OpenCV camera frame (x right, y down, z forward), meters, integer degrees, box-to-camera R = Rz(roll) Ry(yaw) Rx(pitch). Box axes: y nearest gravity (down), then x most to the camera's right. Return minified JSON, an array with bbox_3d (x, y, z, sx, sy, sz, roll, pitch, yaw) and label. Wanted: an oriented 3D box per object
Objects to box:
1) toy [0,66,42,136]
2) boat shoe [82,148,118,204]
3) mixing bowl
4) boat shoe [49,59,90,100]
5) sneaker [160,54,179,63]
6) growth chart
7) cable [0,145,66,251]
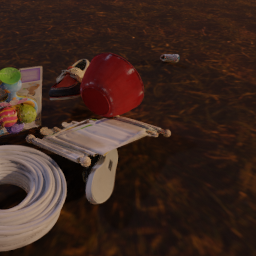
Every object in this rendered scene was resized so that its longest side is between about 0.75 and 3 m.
[{"bbox_3d":[-2.521,-0.351,6.229,1.318,2.289,0.540,-15,61,-26],"label":"toy"},{"bbox_3d":[-0.603,0.924,5.615,0.526,0.584,1.651,-21,22,20],"label":"boat shoe"},{"bbox_3d":[-0.574,-0.930,7.170,1.738,1.738,0.941,19,47,26],"label":"mixing bowl"},{"bbox_3d":[-1.619,-1.424,8.186,0.903,0.794,2.537,4,23,11],"label":"boat shoe"},{"bbox_3d":[1.673,-2.773,11.181,0.366,0.346,0.905,-9,16,-35],"label":"sneaker"},{"bbox_3d":[-0.641,0.132,6.451,2.052,0.252,2.836,21,26,39],"label":"growth chart"},{"bbox_3d":[-2.108,1.130,4.812,2.022,0.700,2.022,-19,49,-41],"label":"cable"}]
